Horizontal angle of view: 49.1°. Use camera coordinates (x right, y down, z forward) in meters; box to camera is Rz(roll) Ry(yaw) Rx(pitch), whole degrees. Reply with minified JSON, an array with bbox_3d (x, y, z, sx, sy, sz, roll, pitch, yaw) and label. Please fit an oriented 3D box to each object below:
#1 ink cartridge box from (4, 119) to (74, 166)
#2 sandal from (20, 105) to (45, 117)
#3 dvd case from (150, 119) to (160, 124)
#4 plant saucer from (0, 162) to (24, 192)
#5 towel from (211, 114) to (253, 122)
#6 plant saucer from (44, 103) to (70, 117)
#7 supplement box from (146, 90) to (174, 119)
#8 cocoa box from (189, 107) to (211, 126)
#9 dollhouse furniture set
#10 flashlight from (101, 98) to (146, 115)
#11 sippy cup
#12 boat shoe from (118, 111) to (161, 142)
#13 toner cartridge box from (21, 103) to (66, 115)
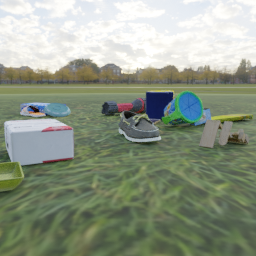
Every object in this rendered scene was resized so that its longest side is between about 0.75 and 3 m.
[{"bbox_3d":[-2.068,0.258,6.370,1.257,0.710,1.713,-4,10,-26],"label":"ink cartridge box"},{"bbox_3d":[-4.794,-0.888,14.248,1.890,0.542,0.724,8,12,42],"label":"sandal"},{"bbox_3d":[0.712,-0.265,11.681,1.016,0.109,1.366,3,9,18],"label":"dvd case"},{"bbox_3d":[-2.194,0.807,4.425,0.982,0.235,0.980,-4,10,-25],"label":"plant saucer"},{"bbox_3d":[4.202,-0.393,12.301,2.641,0.238,1.136,-6,6,-31],"label":"towel"},{"bbox_3d":[-3.590,-0.962,14.246,1.333,0.183,1.333,12,28,-6],"label":"plant saucer"},{"bbox_3d":[1.611,-1.186,13.729,1.274,1.282,2.342,1,8,9],"label":"supplement box"},{"bbox_3d":[2.828,-0.462,11.142,0.775,0.517,0.508,-17,15,-15],"label":"cocoa box"},{"bbox_3d":[2.561,0.376,7.403,0.909,0.779,0.956,7,-23,38],"label":"dollhouse furniture set"},{"bbox_3d":[-0.078,-1.173,15.047,2.646,0.896,0.899,-5,13,-37],"label":"flashlight"},{"bbox_3d":[1.993,-0.641,10.570,1.584,1.244,1.161,10,-19,-26],"label":"sippy cup"},{"bbox_3d":[0.279,-0.074,8.466,0.861,0.720,2.410,-3,9,-19],"label":"boat shoe"},{"bbox_3d":[-4.691,-1.071,15.498,2.380,0.514,1.130,5,10,29],"label":"toner cartridge box"}]
